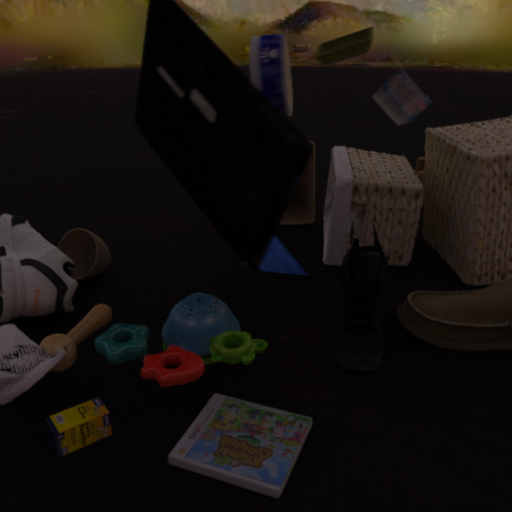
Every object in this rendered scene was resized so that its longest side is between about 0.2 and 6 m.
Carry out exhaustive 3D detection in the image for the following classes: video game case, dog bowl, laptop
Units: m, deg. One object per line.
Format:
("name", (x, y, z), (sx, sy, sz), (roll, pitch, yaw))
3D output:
("video game case", (-0.155, 2.203, 6.705), (1.366, 0.151, 1.244), (10, 26, 20))
("dog bowl", (0.358, -3.980, 12.522), (0.715, 1.814, 1.814), (-4, 24, 9))
("laptop", (-0.192, -1.528, 8.460), (1.940, 3.757, 3.329), (-25, 64, -33))

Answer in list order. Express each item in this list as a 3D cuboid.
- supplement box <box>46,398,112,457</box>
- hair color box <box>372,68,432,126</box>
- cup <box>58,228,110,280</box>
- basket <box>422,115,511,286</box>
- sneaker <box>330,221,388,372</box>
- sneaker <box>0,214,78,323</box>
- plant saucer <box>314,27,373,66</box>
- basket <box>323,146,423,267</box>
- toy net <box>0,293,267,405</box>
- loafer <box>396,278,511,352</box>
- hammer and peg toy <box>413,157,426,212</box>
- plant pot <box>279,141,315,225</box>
("supplement box", (-2.135, 2.060, 6.764), (0.661, 0.360, 0.362), (-17, 29, -33))
("hair color box", (2.627, -2.858, 10.233), (0.813, 0.492, 1.625), (46, 12, -4))
("cup", (-3.224, 0.004, 10.801), (0.983, 0.983, 0.703), (12, -1, 25))
("basket", (4.792, -1.131, 11.091), (2.238, 2.782, 2.757), (-7, 24, -2))
("sneaker", (1.650, 0.545, 8.866), (0.801, 1.390, 2.666), (4, 24, 11))
("sneaker", (-4.092, 0.209, 10.219), (1.335, 1.230, 3.338), (3, 25, -28))
("plant saucer", (1.596, -3.700, 9.970), (1.029, 0.247, 1.031), (-12, 29, 19))
("basket", (2.385, -1.074, 11.939), (1.739, 1.911, 2.820), (6, 25, 4))
("toy net", (-2.053, 1.467, 7.692), (4.153, 0.802, 2.179), (-10, 29, -18))
("loafer", (3.753, 0.842, 8.641), (3.055, 1.030, 1.161), (5, 25, 10))
("hammer and peg toy", (5.441, -1.766, 14.399), (2.981, 1.051, 2.192), (7, 25, 15))
("plant pot", (0.313, -1.891, 13.852), (1.957, 1.954, 1.732), (-3, 16, -7))
